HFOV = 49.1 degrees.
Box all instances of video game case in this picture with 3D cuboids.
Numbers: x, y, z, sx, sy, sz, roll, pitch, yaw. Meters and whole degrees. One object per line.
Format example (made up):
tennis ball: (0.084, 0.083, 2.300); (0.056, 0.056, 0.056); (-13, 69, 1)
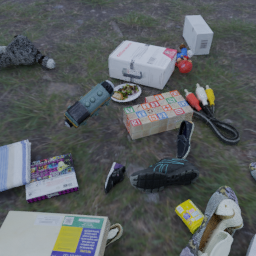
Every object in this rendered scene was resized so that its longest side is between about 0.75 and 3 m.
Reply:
video game case: (-2.410, 1.526, 8.743); (1.531, 0.274, 1.387); (-13, 46, -13)

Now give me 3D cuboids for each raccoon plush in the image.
raccoon plush: (-5.036, -3.225, 12.999); (2.755, 1.333, 1.846); (25, 58, 23)

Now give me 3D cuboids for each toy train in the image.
toy train: (-1.331, -0.833, 9.843); (2.161, 1.231, 0.921); (-43, 95, -14)

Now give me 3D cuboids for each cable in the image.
cable: (3.003, -0.556, 10.547); (1.434, 0.743, 2.953); (-14, 46, -9)

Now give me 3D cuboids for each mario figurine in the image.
mario figurine: (2.475, -3.289, 13.107); (0.925, 1.077, 1.745); (-1, 44, -2)

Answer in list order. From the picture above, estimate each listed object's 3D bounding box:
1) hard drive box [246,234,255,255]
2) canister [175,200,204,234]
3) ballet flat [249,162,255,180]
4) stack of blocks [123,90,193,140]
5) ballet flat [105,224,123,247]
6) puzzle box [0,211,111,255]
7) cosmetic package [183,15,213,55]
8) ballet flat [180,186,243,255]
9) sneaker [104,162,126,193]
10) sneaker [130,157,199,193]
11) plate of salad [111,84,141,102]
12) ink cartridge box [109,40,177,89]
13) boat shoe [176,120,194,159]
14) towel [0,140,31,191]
hard drive box: (3.310, 3.319, 6.800); (0.859, 0.423, 1.103); (25, 49, 23)
canister: (1.764, 2.441, 7.769); (0.587, 0.342, 0.790); (-23, 47, -22)
ballet flat: (4.348, 1.630, 8.372); (0.688, 0.688, 1.913); (-9, 45, -10)
stack of blocks: (1.045, -0.534, 10.547); (2.373, 0.695, 1.366); (-15, 46, -14)
ballet flat: (-0.715, 2.891, 7.158); (1.388, 0.482, 0.482); (-27, 51, -25)
puzzle box: (-2.000, 3.011, 6.768); (2.897, 0.368, 1.927); (-1, 42, 15)
cosmetic package: (3.615, -4.901, 14.674); (0.880, 1.224, 2.169); (-5, 43, -6)
ballet flat: (2.351, 2.595, 7.079); (1.062, 1.062, 2.953); (27, 52, 25)
sneaker: (-0.376, 1.544, 8.651); (0.491, 0.425, 1.121); (15, 46, 8)
sneaker: (1.066, 1.403, 8.639); (2.163, 0.816, 0.857); (-4, 33, -16)
plate of salad: (-0.113, -1.550, 11.777); (1.326, 0.318, 1.326); (-6, 41, 6)
ink cartridge box: (0.668, -2.919, 12.691); (2.602, 1.104, 1.895); (18, 45, 16)
boat shoe: (1.835, 0.386, 9.363); (0.519, 0.433, 1.392); (1, 71, 55)
towel: (-4.189, 1.343, 8.747); (2.374, 0.283, 1.743); (-17, 47, -4)
